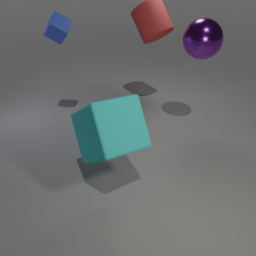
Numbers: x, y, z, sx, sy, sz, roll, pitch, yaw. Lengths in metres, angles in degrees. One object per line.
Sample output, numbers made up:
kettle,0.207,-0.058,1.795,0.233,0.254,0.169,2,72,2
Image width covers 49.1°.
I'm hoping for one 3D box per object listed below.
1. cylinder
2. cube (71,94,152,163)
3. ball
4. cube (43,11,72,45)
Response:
cylinder,1.026,-4.508,11.831,1.400,1.400,1.400,-25,5,2
cube,-0.473,0.043,7.380,1.400,1.400,1.400,-15,-1,-33
ball,2.644,-3.136,9.896,1.400,1.400,1.400,0,30,0
cube,-2.533,-3.608,10.103,0.700,0.700,0.700,25,58,-27
